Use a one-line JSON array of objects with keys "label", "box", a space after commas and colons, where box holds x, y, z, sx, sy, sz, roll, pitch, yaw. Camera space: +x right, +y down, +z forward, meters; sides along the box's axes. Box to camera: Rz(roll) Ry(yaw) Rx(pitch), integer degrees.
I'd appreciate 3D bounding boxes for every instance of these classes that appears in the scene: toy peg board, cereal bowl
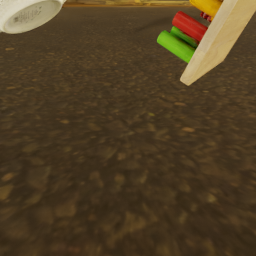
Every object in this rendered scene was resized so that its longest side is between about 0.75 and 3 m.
[{"label": "toy peg board", "box": [2.161, -2.924, 7.067, 1.377, 2.803, 2.815, 38, 41, 15]}, {"label": "cereal bowl", "box": [-2.222, -2.811, 5.745, 2.859, 1.191, 2.859, -27, 8, 4]}]
